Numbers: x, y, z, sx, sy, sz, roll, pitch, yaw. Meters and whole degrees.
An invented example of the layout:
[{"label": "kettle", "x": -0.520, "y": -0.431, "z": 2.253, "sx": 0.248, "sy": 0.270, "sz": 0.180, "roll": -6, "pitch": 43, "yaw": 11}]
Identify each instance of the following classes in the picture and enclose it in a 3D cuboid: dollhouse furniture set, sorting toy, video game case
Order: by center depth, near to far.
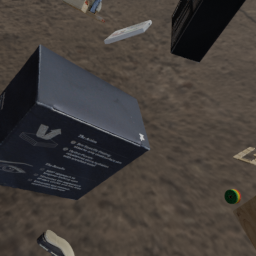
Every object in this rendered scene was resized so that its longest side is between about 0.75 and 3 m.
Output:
[{"label": "sorting toy", "x": 1.891, "y": 1.299, "z": 3.807, "sx": 0.217, "sy": 0.619, "sz": 1.284, "roll": 7, "pitch": 44, "yaw": -36}, {"label": "dollhouse furniture set", "x": -0.983, "y": -3.659, "z": 7.535, "sx": 1.137, "sy": 1.144, "sz": 1.623, "roll": 25, "pitch": 15, "yaw": -8}, {"label": "video game case", "x": 0.016, "y": -3.021, "z": 8.793, "sx": 1.302, "sy": 0.154, "sz": 1.185, "roll": -10, "pitch": 28, "yaw": 23}]

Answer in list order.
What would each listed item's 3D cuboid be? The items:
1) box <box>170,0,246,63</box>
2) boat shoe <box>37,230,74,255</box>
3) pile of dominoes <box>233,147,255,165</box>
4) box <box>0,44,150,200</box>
[{"label": "box", "x": 2.262, "y": -3.582, "z": 7.960, "sx": 1.085, "sy": 2.753, "sz": 1.943, "roll": 14, "pitch": 56, "yaw": -13}, {"label": "boat shoe", "x": -1.371, "y": 2.297, "z": 5.358, "sx": 0.287, "sy": 0.915, "sz": 0.332, "roll": -32, "pitch": 29, "yaw": 6}, {"label": "pile of dominoes", "x": 2.650, "y": 0.646, "z": 5.634, "sx": 0.737, "sy": 0.151, "sz": 0.946, "roll": 20, "pitch": 25, "yaw": 41}, {"label": "box", "x": -1.245, "y": 0.128, "z": 5.229, "sx": 2.256, "sy": 2.294, "sz": 1.347, "roll": 25, "pitch": 40, "yaw": -39}]
